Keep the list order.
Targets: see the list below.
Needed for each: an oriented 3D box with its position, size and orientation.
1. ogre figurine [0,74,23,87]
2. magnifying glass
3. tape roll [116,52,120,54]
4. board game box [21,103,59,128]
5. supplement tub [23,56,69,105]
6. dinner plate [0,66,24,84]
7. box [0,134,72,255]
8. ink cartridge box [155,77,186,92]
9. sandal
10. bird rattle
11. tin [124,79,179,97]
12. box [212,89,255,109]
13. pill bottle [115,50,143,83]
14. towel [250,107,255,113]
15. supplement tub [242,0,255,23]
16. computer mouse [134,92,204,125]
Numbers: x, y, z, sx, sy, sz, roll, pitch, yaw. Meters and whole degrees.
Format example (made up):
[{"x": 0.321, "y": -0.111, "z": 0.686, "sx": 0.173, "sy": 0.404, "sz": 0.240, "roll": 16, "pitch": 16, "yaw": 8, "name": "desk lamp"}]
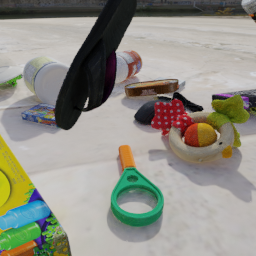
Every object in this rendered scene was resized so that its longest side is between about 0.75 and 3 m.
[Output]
[{"x": -5.035, "y": -2.086, "z": 11.968, "sx": 0.808, "sy": 0.662, "sz": 1.348, "roll": -1, "pitch": 4, "yaw": 42, "name": "ogre figurine"}, {"x": 0.076, "y": 1.073, "z": 5.906, "sx": 1.000, "sy": 0.281, "sz": 2.512, "roll": -4, "pitch": 28, "yaw": -7, "name": "magnifying glass"}, {"x": -0.351, "y": -3.882, "z": 15.687, "sx": 1.591, "sy": 0.526, "sz": 1.591, "roll": 0, "pitch": 26, "yaw": 0, "name": "tape roll"}, {"x": -2.476, "y": -0.431, "z": 8.935, "sx": 1.468, "sy": 0.253, "sz": 0.994, "roll": 11, "pitch": 28, "yaw": 22, "name": "board game box"}, {"x": -2.906, "y": -1.782, "z": 10.244, "sx": 1.530, "sy": 1.530, "sz": 2.110, "roll": -16, "pitch": 29, "yaw": -29, "name": "supplement tub"}, {"x": -5.789, "y": -2.115, "z": 11.627, "sx": 2.947, "sy": 0.357, "sz": 2.947, "roll": -12, "pitch": 25, "yaw": 5, "name": "dinner plate"}, {"x": -2.467, "y": 1.550, "z": 3.143, "sx": 2.823, "sy": 1.788, "sz": 2.930, "roll": -19, "pitch": 31, "yaw": -32, "name": "box"}, {"x": 1.653, "y": -1.842, "z": 11.836, "sx": 1.207, "sy": 0.245, "sz": 1.205, "roll": 16, "pitch": 30, "yaw": 29, "name": "ink cartridge box"}, {"x": -0.480, "y": -1.043, "z": 4.837, "sx": 0.639, "sy": 2.669, "sz": 1.003, "roll": 32, "pitch": 12, "yaw": 12, "name": "sandal"}, {"x": 1.755, "y": -0.005, "z": 7.092, "sx": 2.426, "sy": 1.367, "sz": 1.978, "roll": 3, "pitch": 42, "yaw": 12, "name": "bird rattle"}, {"x": 0.891, "y": -1.536, "z": 10.653, "sx": 2.106, "sy": 0.441, "sz": 1.179, "roll": -3, "pitch": 23, "yaw": 19, "name": "tin"}, {"x": 4.268, "y": -1.033, "z": 9.607, "sx": 2.213, "sy": 0.400, "sz": 1.582, "roll": -10, "pitch": 14, "yaw": -12, "name": "box"}, {"x": -0.327, "y": -2.742, "z": 12.597, "sx": 1.216, "sy": 1.216, "sz": 2.168, "roll": 14, "pitch": 30, "yaw": 27, "name": "pill bottle"}, {"x": 5.587, "y": -0.690, "z": 9.408, "sx": 2.635, "sy": 0.300, "sz": 1.892, "roll": -19, "pitch": 32, "yaw": -33, "name": "towel"}, {"x": 3.647, "y": -2.954, "z": 7.126, "sx": 1.390, "sy": 0.852, "sz": 0.852, "roll": 38, "pitch": 19, "yaw": -18, "name": "supplement tub"}, {"x": 1.163, "y": -0.833, "z": 9.409, "sx": 2.472, "sy": 0.569, "sz": 1.736, "roll": -12, "pitch": 29, "yaw": -23, "name": "computer mouse"}]
